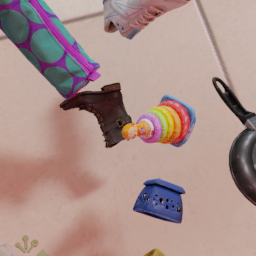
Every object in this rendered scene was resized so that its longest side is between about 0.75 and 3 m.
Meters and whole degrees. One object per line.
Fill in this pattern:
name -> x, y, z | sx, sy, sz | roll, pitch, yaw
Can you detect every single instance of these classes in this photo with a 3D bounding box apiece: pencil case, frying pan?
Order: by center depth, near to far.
frying pan -> 2.524, 0.123, 4.897 | 1.644, 0.442, 2.719 | -2, 66, 0
pencil case -> -1.766, -1.927, 5.889 | 2.664, 1.231, 1.134 | 50, 54, -20

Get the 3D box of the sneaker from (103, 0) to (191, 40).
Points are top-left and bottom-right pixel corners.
sneaker -> 0.318, -2.572, 6.293 | 0.990, 2.641, 1.144 | 4, 98, -39

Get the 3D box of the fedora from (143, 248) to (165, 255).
fedora -> 0.374, 2.413, 4.554 | 1.476, 1.476, 0.602 | -33, 81, -7

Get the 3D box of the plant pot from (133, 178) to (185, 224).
plant pot -> 0.678, 1.501, 5.862 | 0.825, 0.826, 0.742 | 23, 70, -13

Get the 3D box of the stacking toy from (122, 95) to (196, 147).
stacking toy -> 0.493, -0.039, 5.378 | 0.907, 1.653, 0.959 | 35, 120, 32

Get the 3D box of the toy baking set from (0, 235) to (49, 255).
toy baking set -> -2.207, 2.716, 5.770 | 0.927, 1.207, 0.140 | 50, 115, 25

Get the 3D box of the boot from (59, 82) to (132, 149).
boot -> -0.679, -0.216, 6.937 | 1.751, 0.606, 1.524 | -17, 96, -3
